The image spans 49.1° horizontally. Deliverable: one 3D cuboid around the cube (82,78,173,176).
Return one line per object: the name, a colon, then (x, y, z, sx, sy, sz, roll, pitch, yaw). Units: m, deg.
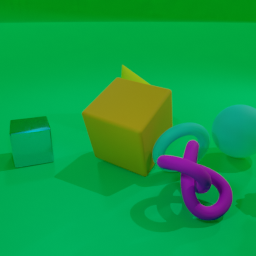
cube: (0.064, -0.057, 5.920, 1.333, 1.333, 1.333, 18, 50, 27)

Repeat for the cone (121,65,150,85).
cone: (0.095, -1.399, 8.821, 1.398, 1.403, 1.398, -23, -13, -6)

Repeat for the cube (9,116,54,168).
cube: (-2.180, 0.290, 6.346, 0.834, 0.834, 0.834, -8, 24, -19)

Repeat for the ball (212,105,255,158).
ball: (2.486, 0.073, 6.258, 1.187, 1.187, 1.187, 0, 23, 0)

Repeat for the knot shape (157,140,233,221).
knot shape: (1.051, 0.760, 4.645, 1.314, 0.649, 1.404, 32, 28, -39)

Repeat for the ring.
ring: (1.068, 0.413, 5.593, 1.224, 1.224, 0.245, -7, 38, -16)
